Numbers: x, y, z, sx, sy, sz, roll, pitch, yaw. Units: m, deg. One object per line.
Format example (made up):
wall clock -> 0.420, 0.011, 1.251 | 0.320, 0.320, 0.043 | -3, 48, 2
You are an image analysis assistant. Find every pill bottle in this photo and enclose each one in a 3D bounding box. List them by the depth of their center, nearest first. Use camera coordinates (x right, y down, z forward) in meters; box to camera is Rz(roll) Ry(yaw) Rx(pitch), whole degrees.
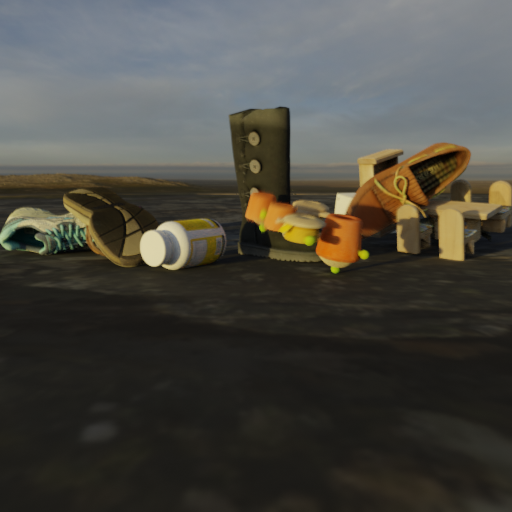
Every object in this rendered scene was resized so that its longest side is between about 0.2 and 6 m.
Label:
pill bottle -> -1.102, -0.177, 8.487 | 0.720, 0.720, 1.286 | 6, 10, 36

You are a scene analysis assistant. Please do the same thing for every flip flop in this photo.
flip flop -> -2.521, -0.444, 9.576 | 1.134, 0.805, 2.797 | -13, 30, -36

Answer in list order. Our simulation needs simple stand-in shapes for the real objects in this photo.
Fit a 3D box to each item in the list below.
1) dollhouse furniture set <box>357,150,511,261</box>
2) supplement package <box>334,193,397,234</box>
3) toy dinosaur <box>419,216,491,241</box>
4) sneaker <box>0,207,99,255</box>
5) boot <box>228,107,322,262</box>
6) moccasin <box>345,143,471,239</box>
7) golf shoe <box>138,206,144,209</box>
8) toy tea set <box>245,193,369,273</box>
dollhouse furniture set -> 3.228, -1.115, 10.436 | 2.408, 1.567, 2.212 | 10, 25, 43
supplement package -> 2.764, -1.037, 13.621 | 1.512, 0.887, 0.884 | -4, 19, -28
toy dinosaur -> 4.188, -0.623, 11.913 | 1.385, 0.746, 3.144 | -3, 2, 32
sneaker -> -3.453, -0.331, 10.060 | 2.253, 0.874, 0.973 | -2, 26, 1
boot -> 0.493, -1.229, 9.413 | 2.085, 2.530, 0.830 | 5, 10, 34
moccasin -> 2.743, -1.171, 10.100 | 2.657, 0.972, 1.025 | -28, 11, -12
golf shoe -> -3.359, -0.884, 13.664 | 0.850, 0.670, 1.847 | 3, 9, 23
toy tea set -> 0.636, -0.333, 8.291 | 1.319, 0.821, 2.219 | 1, 16, -22
